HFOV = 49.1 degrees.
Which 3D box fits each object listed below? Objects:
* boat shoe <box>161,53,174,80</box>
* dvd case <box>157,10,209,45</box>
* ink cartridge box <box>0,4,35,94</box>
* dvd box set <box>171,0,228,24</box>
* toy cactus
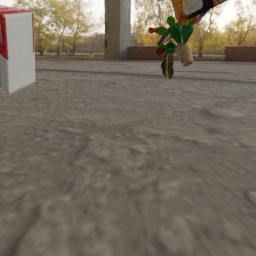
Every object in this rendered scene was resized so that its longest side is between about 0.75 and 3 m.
[{"bbox_3d":[1.448,-2.349,10.590,0.438,1.351,0.495,26,66,22],"label":"boat shoe"},{"bbox_3d":[2.210,-3.984,10.748,2.161,0.173,1.607,-33,2,-12],"label":"dvd case"},{"bbox_3d":[-3.147,-1.822,5.922,2.169,1.565,0.908,17,30,14],"label":"ink cartridge box"},{"bbox_3d":[1.003,-2.328,3.902,1.061,1.451,0.213,-24,48,8],"label":"dvd box set"},{"bbox_3d":[1.604,-2.909,9.112,1.138,1.836,2.225,-8,-16,-37],"label":"toy cactus"}]
